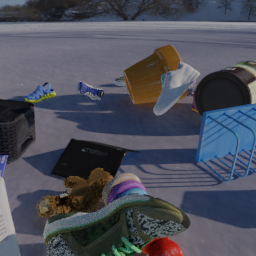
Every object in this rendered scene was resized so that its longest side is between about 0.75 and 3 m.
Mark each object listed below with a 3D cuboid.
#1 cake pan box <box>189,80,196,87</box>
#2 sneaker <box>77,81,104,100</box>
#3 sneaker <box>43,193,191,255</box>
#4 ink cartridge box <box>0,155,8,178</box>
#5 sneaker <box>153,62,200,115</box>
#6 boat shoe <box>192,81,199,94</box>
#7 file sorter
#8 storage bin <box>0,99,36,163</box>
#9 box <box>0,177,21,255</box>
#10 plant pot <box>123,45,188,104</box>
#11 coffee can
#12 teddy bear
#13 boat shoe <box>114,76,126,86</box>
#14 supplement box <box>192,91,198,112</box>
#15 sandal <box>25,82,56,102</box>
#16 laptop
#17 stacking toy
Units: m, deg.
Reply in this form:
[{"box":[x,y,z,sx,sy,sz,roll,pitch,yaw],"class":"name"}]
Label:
[{"box":[2.710,-2.444,14.920,1.400,0.366,1.289,-20,33,-36],"class":"cake pan box"},{"box":[-1.008,-1.059,8.046,0.558,0.391,0.967,5,-11,22],"class":"sneaker"},{"box":[-0.273,1.870,4.266,2.660,1.023,1.179,-23,38,25],"class":"sneaker"},{"box":[-4.114,1.305,6.495,2.433,0.511,1.452,-9,26,-12],"class":"ink cartridge box"},{"box":[1.532,-1.498,10.302,1.082,0.920,2.445,41,67,5],"class":"sneaker"},{"box":[3.430,-2.037,13.750,0.494,0.570,1.338,6,25,13],"class":"boat shoe"},{"box":[3.164,0.359,7.432,2.166,1.503,1.329,-10,30,-21],"class":"file sorter"},{"box":[-4.293,-0.047,8.274,2.680,1.256,1.812,5,22,3],"class":"storage bin"},{"box":[-3.193,1.542,4.433,2.035,1.743,2.025,20,31,40],"class":"box"},{"box":[1.055,-2.084,12.064,2.203,2.406,2.406,-18,27,-4],"class":"plant pot"},{"box":[4.053,-1.353,10.520,1.992,1.992,2.722,20,30,36],"class":"coffee can"},{"box":[-1.064,1.536,6.010,1.251,0.576,1.725,13,34,30],"class":"teddy bear"},{"box":[0.394,-2.665,14.961,2.286,0.709,0.823,-4,25,-9],"class":"boat shoe"},{"box":[2.979,-1.116,11.408,0.547,0.836,0.431,-17,29,-31],"class":"supplement box"},{"box":[-4.021,-1.635,12.750,0.632,0.693,1.591,16,31,28],"class":"sandal"},{"box":[-0.808,0.942,7.789,1.723,1.066,1.840,11,55,23],"class":"laptop"},{"box":[0.304,1.749,5.186,0.897,0.897,2.101,-12,31,-25],"class":"stacking toy"}]
